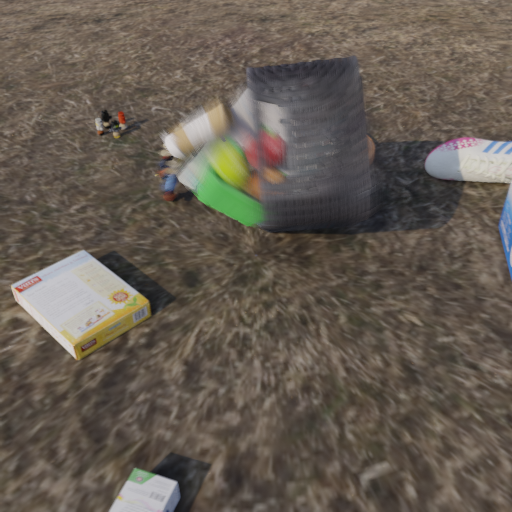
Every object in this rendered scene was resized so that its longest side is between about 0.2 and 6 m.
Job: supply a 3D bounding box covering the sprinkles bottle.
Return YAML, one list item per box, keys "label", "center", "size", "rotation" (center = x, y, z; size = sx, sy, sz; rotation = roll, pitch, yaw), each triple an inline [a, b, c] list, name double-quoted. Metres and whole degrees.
- label: "sprinkles bottle"
  center: [-0.838, -1.839, 8.276]
  size: [1.063, 0.363, 0.363]
  rotation: [-25, 29, 25]

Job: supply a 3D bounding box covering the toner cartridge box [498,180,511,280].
- label: "toner cartridge box"
  center: [4.560, -0.167, 8.862]
  size: [0.687, 1.512, 3.183]
  rotation: [7, 37, 9]

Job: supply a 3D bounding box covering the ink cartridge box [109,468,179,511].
- label: "ink cartridge box"
  center: [-1.231, 2.747, 5.990]
  size: [0.546, 0.329, 0.752]
  rotation: [12, 37, 16]

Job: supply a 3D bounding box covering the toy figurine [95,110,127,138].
- label: "toy figurine"
  center: [-3.577, -3.227, 13.797]
  size: [0.685, 0.476, 0.674]
  rotation: [7, 43, 6]

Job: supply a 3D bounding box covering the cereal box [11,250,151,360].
- label: "cereal box"
  center: [-2.713, 0.690, 8.665]
  size: [1.855, 0.367, 1.334]
  rotation: [31, 47, 34]

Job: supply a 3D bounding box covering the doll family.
- label: "doll family"
  center: [-1.623, -1.816, 11.203]
  size: [0.649, 0.957, 1.655]
  rotation: [29, 54, -1]

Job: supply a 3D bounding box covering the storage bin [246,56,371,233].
- label: "storage bin"
  center: [0.809, -1.568, 8.983]
  size: [1.553, 2.239, 3.312]
  rotation: [-5, 1, 5]

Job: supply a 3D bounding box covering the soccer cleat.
- label: "soccer cleat"
  center: [4.862, -1.952, 11.692]
  size: [2.538, 0.887, 1.096]
  rotation: [-6, 33, -9]

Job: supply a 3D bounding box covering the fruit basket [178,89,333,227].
- label: "fruit basket"
  center: [0.007, -1.499, 8.974]
  size: [1.809, 1.953, 0.915]
  rotation: [26, 28, -26]

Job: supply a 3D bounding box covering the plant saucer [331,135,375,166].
- label: "plant saucer"
  center: [1.406, -2.579, 12.946]
  size: [2.657, 0.429, 2.657]
  rotation: [0, 36, 0]
